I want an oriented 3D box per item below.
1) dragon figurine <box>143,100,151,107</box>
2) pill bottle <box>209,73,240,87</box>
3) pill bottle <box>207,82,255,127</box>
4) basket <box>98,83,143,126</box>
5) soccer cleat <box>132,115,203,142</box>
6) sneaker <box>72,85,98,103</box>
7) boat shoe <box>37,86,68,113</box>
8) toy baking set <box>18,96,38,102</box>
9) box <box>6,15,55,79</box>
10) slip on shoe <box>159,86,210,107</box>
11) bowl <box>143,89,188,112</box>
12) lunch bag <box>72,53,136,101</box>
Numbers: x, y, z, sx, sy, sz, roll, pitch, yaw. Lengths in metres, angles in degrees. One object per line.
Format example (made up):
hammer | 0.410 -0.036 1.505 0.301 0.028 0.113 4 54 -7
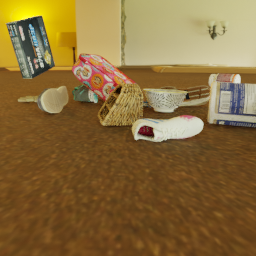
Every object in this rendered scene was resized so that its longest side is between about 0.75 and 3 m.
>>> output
dragon figurine | 0.717 -1.036 11.782 0.452 0.267 0.908 -2 16 -8
pill bottle | 5.860 -2.831 17.049 1.659 0.947 0.947 13 20 38
pill bottle | 3.692 -0.695 8.549 2.352 1.306 1.306 6 16 15
basket | -0.307 -0.843 9.200 1.312 1.257 1.761 -1 15 -9
soccer cleat | 1.009 0.091 7.192 1.847 0.645 0.797 -3 24 9
sneaker | -2.065 -1.794 13.347 1.180 1.004 2.587 -5 14 -5
boat shoe | -3.037 -1.103 10.948 0.857 0.951 2.644 -10 17 7
toy baking set | -4.185 -1.532 13.585 2.277 0.265 1.747 -8 17 -26
box | -3.833 -3.273 11.266 0.495 2.150 1.709 3 29 21
slip on shoe | 2.245 -1.275 11.897 2.461 0.936 0.745 -7 -25 5
bowl | 1.390 -1.046 10.697 1.696 0.796 1.696 3 10 0
lunch bag | -0.892 -2.177 12.498 2.742 1.123 2.415 40 22 12
